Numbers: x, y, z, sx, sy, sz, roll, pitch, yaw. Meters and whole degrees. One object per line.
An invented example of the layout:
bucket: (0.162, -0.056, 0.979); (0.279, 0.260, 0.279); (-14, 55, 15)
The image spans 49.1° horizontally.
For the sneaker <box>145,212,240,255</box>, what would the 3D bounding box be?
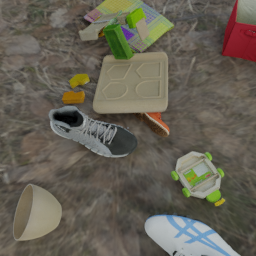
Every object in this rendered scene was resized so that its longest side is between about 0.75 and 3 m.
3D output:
sneaker: (1.590, 2.706, 5.489); (2.977, 1.070, 1.079); (30, 45, 14)

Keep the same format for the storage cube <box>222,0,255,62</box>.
storage cube: (3.741, -3.016, 8.585); (1.260, 1.325, 1.474); (13, 60, 7)

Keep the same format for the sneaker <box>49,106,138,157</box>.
sneaker: (-0.851, 0.080, 6.655); (2.286, 1.320, 0.858); (16, 77, 0)

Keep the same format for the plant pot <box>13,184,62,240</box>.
plant pot: (-1.907, 1.867, 6.096); (0.772, 1.150, 1.150); (20, 56, -30)

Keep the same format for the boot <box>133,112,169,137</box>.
boot: (0.765, -0.304, 7.591); (0.660, 0.461, 1.230); (-36, 65, -24)

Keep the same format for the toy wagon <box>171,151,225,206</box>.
toy wagon: (1.773, 1.264, 6.794); (1.103, 0.281, 1.422); (-26, 65, -14)

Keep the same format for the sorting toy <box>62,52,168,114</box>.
sorting toy: (-0.316, -1.284, 8.128); (2.928, 0.392, 2.182); (-1, 54, 10)

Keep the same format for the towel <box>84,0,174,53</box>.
towel: (0.010, -3.651, 9.522); (2.664, 0.303, 1.913); (38, 69, 19)

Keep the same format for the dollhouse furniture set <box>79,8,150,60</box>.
dollhouse furniture set: (-0.417, -2.886, 8.680); (1.949, 0.978, 1.277); (15, 54, 45)
